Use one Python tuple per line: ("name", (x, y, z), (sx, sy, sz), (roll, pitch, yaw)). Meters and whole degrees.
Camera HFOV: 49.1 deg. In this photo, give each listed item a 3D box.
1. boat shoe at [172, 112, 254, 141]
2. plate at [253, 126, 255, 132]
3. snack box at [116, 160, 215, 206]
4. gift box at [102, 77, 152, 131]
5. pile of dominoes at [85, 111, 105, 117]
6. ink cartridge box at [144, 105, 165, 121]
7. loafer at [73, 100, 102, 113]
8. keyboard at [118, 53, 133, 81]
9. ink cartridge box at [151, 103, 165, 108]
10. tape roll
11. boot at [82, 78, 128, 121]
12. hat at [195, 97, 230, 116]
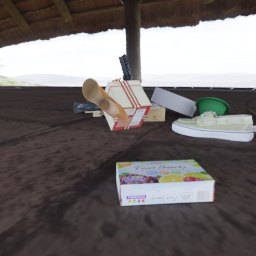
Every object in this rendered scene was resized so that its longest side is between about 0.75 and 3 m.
("boat shoe", (2.802, -0.139, 9.422), (2.680, 0.831, 0.965), (6, 12, 28))
("plate", (4.891, 0.060, 10.285), (0.780, 0.126, 0.779), (6, 13, 28))
("snack box", (0.590, 0.928, 4.981), (1.541, 0.408, 1.096), (-1, 11, -6))
("gift box", (-0.062, -1.010, 10.524), (1.505, 1.631, 1.523), (-5, 53, -31))
("pile of dominoes", (-1.164, -0.742, 14.427), (1.414, 0.289, 1.814), (-1, 2, 30))
("ink cartridge box", (0.794, -0.711, 12.979), (1.671, 0.628, 1.377), (-1, 12, -2))
("loafer", (-1.963, -1.188, 14.604), (1.911, 0.671, 0.649), (-6, 0, 14))
("keyboard", (0.054, -2.473, 14.368), (0.327, 2.552, 1.533), (-11, 20, 18))
("ink cartridge box", (1.298, -1.047, 15.072), (0.847, 0.487, 1.446), (-3, 12, -20))
("tape roll", (2.290, -1.307, 13.882), (2.229, 0.736, 2.229), (21, 10, -4))
("boot", (-0.630, -0.739, 7.761), (1.386, 0.511, 1.073), (52, 12, 29))
("hat", (3.533, -0.332, 12.285), (1.820, 1.602, 1.508), (32, -25, -37))
